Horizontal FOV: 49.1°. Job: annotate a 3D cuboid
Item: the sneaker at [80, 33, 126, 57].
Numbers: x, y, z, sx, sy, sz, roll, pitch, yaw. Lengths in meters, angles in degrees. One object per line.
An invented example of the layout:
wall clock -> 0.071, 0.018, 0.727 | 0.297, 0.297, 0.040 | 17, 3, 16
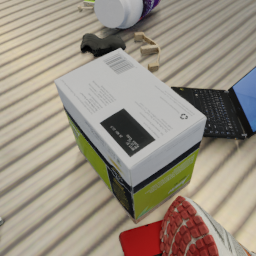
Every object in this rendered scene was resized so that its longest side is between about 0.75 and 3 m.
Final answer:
sneaker -> -0.819, -2.578, 8.980 | 1.530, 0.581, 0.694 | 8, 59, 16

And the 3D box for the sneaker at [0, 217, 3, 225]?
sneaker -> -2.684, 2.122, 4.956 | 0.602, 0.515, 1.382 | 5, 50, -2

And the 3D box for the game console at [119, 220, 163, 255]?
game console -> 0.721, 2.373, 4.964 | 1.485, 0.882, 1.280 | -13, 82, -10

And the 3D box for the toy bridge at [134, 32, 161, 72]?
toy bridge -> 0.695, -2.511, 8.964 | 0.602, 0.244, 1.790 | -10, 54, -9

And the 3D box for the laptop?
laptop -> 2.369, -0.872, 6.712 | 2.485, 1.283, 2.202 | 4, 36, 3

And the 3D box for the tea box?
tea box -> 0.006, 0.177, 5.396 | 1.531, 2.254, 2.291 | -31, 57, -20

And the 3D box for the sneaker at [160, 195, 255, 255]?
sneaker -> 1.415, 2.104, 4.051 | 1.102, 1.044, 2.682 | 12, 28, -38

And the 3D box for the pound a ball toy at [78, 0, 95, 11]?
pound a ball toy -> -1.337, -4.785, 10.926 | 1.079, 0.459, 0.704 | 11, 76, 9

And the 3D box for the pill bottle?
pill bottle -> 0.048, -4.486, 9.646 | 1.605, 1.605, 2.855 | 21, 47, 17
